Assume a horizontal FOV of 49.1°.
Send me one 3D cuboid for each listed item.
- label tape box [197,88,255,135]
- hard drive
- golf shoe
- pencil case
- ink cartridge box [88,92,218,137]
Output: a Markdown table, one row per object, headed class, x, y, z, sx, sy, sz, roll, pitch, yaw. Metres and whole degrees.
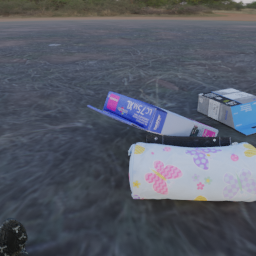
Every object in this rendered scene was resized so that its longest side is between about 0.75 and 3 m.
| class | x | y | z | sx | sy | sz | roll | pitch | yaw |
| --- | --- | --- | --- | --- | --- | --- | --- | --- | --- |
| label tape box | 2.969 | -0.519 | 7.553 | 1.297 | 0.569 | 1.798 | -13 | 27 | -25 |
| hard drive | 1.069 | 0.386 | 5.324 | 1.474 | 0.279 | 1.030 | 1 | -14 | 2 |
| golf shoe | -1.353 | 1.297 | 3.176 | 0.348 | 0.894 | 0.423 | -22 | 41 | -37 |
| pencil case | 1.025 | 0.685 | 4.485 | 2.063 | 0.936 | 0.858 | 0 | -7 | 4 |
| ink cartridge box | 0.570 | -0.194 | 5.742 | 2.459 | 0.516 | 1.467 | 11 | 10 | -41 |
